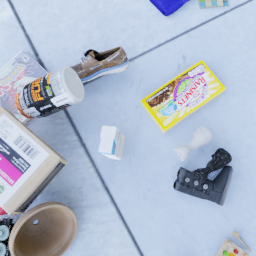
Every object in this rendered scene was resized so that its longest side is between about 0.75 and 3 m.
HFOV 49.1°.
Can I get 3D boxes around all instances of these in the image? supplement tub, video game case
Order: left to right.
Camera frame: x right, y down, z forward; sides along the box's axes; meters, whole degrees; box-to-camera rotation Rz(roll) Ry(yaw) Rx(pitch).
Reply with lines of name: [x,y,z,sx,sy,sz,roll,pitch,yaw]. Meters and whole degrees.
video game case: [-4.236,-1.489,10.910,2.288,0.289,2.511,42,80,9]
supplement tub: [-2.739,-1.152,9.756,2.173,1.332,1.332,-20,76,20]

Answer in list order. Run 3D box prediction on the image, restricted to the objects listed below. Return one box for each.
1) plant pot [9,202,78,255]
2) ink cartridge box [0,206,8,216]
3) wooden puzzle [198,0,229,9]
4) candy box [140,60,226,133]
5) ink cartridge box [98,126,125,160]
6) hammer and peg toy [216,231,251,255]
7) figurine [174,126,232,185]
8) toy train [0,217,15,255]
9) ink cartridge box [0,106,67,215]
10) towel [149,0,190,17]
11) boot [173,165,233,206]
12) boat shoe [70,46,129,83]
plant pot: [-2.831,3.285,9.131,1.008,2.184,2.184,24,73,48]
ink cartridge box: [-4.181,1.656,9.793,1.646,0.955,2.230,39,78,10]
wooden puzzle: [3.585,-5.728,12.020,2.096,0.147,1.243,-6,76,-1]
candy box: [2.124,-1.250,10.801,2.986,0.394,1.526,-34,81,-8]
ink cartridge box: [-0.530,0.525,9.513,0.526,1.242,0.898,6,76,16]
hammer and peg toy: [3.596,4.218,9.425,0.949,0.455,1.290,36,79,8]
figurine: [2.574,0.971,9.891,1.598,0.705,1.638,-32,78,-24]
toy train: [-4.409,4.003,9.322,1.165,0.871,2.045,1,76,10]
ink cartridge box: [-3.731,1.018,8.926,2.733,1.026,2.251,38,78,9]
towel: [1.903,-5.658,11.802,1.813,0.449,1.339,-39,76,-7]
boot: [2.669,1.783,10.002,1.809,0.594,1.491,18,75,9]
boat shoe: [-1.317,-2.478,10.584,2.613,0.946,0.944,-16,44,1]
